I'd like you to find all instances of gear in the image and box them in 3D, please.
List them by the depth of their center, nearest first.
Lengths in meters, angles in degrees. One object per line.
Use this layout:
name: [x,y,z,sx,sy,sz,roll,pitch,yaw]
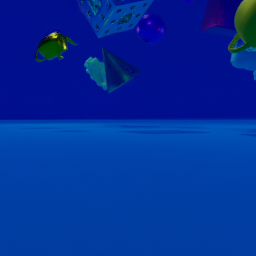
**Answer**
gear: [-1.318,-2.570,13.544,0.338,1.829,1.829,-47,19,-17]

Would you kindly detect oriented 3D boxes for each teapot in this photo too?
teapot: [2.637,-2.231,5.516,1.095,1.761,0.862,22,23,-34]
teapot: [-1.908,-2.127,7.413,1.318,0.645,0.820,-39,15,-28]

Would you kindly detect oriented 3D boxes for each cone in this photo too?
cone: [-0.558,-2.487,11.019,1.610,1.616,1.610,-33,10,7]

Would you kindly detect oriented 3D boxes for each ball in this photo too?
ball: [0.835,-3.587,10.173,1.066,1.066,1.066,0,2,0]

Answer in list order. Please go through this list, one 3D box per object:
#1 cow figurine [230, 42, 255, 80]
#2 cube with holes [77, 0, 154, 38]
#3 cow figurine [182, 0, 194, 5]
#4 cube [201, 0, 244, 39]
cow figurine: [3.884,-1.982,8.776,1.398,1.376,0.768,-2,16,-2]
cube with holes: [-0.374,-3.487,7.545,1.305,1.305,1.305,-27,-5,-30]
cow figurine: [1.265,-3.215,5.848,0.705,1.265,1.285,-17,-20,-1]
cube: [2.879,-3.238,7.853,1.131,1.131,1.131,9,10,-7]
